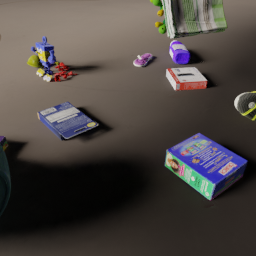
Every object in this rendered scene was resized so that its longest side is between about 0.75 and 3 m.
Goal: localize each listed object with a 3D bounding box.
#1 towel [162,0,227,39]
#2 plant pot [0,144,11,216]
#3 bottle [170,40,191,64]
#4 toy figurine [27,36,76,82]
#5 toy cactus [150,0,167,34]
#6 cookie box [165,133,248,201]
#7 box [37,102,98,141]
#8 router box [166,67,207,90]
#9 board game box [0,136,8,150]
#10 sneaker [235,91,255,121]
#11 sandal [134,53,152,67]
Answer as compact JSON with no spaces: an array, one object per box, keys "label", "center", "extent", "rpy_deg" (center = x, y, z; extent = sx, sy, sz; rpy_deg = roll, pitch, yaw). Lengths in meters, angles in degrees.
[{"label":"towel","center":[2.236,-3.958,9.195],"extent":[2.380,1.776,0.365],"rpy_deg":[-15,9,-23]},{"label":"plant pot","center":[-3.393,1.012,5.104],"extent":[2.013,2.989,2.989],"rpy_deg":[19,39,22]},{"label":"bottle","center":[2.592,-3.960,14.425],"extent":[0.884,0.691,2.116],"rpy_deg":[3,34,-6]},{"label":"toy figurine","center":[-3.626,-3.400,12.739],"extent":[1.474,1.675,2.795],"rpy_deg":[-24,41,-31]},{"label":"toy cactus","center":[1.573,-4.383,10.313],"extent":[1.106,2.163,1.785],"rpy_deg":[-17,-22,36]},{"label":"cookie box","center":[1.989,0.931,7.289],"extent":[1.347,0.592,1.574],"rpy_deg":[-23,40,-30]},{"label":"box","center":[-1.987,-0.207,9.209],"extent":[1.211,0.324,1.999],"rpy_deg":[-24,40,-31]},{"label":"router box","center":[2.475,-2.136,12.028],"extent":[1.336,0.364,1.489],"rpy_deg":[-5,34,-7]},{"label":"board game box","center":[-4.240,0.705,7.816],"extent":[1.135,0.389,1.373],"rpy_deg":[4,34,7]},{"label":"sneaker","center":[4.801,-0.877,9.759],"extent":[2.771,1.045,1.059],"rpy_deg":[-1,26,-20]},{"label":"sandal","center":[0.727,-3.503,14.015],"extent":[0.667,0.403,1.640],"rpy_deg":[13,36,18]}]
